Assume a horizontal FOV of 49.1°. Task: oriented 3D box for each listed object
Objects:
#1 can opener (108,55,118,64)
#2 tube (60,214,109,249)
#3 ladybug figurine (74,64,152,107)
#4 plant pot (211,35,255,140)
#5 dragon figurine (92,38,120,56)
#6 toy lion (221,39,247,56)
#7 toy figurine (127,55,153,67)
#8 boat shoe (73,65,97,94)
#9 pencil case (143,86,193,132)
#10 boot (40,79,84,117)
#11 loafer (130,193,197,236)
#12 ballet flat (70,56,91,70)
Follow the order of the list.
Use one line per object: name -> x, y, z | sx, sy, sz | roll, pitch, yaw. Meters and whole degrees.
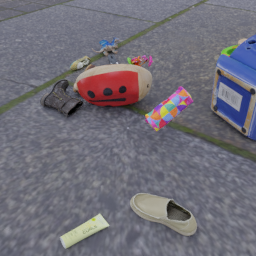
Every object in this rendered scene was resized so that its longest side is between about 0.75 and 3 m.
can opener -> -0.715, -3.343, 13.722 | 0.359, 0.450, 1.346 | -9, 40, -11
tube -> -1.046, 2.454, 6.712 | 1.144, 0.297, 0.332 | -20, 81, -30
ladybug figurine -> -0.518, -1.486, 10.428 | 2.944, 1.998, 1.059 | -5, 67, -3
plant pot -> 4.431, -1.340, 9.614 | 2.398, 2.667, 2.667 | -23, 44, -17
dragon figurine -> -1.177, -4.262, 14.755 | 1.988, 0.585, 0.988 | -23, 44, -26
toy lion -> 5.342, -3.163, 13.338 | 2.481, 0.888, 2.588 | -18, 42, -10
toy figurine -> 0.576, -2.755, 11.595 | 0.854, 0.928, 0.696 | -22, 51, 27
boat shoe -> -1.644, -2.045, 11.991 | 0.674, 0.674, 1.915 | 12, 48, 11
pencil case -> 1.243, -0.585, 8.750 | 1.592, 0.703, 0.703 | -37, 42, 7
boot -> -2.394, -1.154, 10.977 | 1.512, 0.601, 1.737 | 19, 52, 20
loafer -> 0.883, 2.014, 6.971 | 1.769, 0.604, 0.669 | 17, 42, 20
ballet flat -> -2.241, -3.098, 13.468 | 0.458, 0.458, 1.296 | 19, 41, 22
